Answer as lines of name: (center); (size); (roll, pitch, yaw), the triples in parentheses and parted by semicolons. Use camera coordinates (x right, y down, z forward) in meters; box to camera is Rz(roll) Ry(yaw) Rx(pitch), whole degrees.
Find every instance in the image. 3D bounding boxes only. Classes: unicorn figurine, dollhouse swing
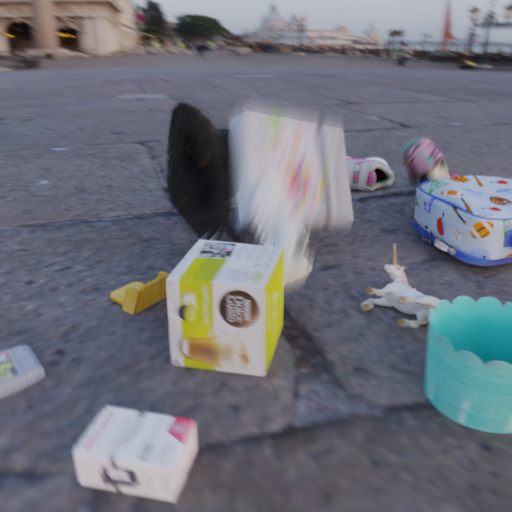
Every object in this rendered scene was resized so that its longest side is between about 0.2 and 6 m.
unicorn figurine: (2.161, 0.586, 8.268); (1.196, 0.643, 1.741); (-6, 37, -38)
dollhouse swing: (-1.782, 0.454, 8.505); (0.634, 0.655, 0.721); (37, 38, 22)

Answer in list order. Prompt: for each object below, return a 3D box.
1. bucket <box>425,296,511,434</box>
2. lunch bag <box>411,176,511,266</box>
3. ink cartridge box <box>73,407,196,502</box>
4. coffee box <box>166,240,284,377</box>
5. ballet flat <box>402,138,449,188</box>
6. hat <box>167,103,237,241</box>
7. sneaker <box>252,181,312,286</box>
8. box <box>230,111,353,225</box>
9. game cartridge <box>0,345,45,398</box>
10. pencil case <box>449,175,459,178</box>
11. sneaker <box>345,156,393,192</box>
bucket: (2.613, 1.193, 6.288); (1.490, 0.969, 1.490); (0, 24, 0)
lunch bag: (4.543, -0.657, 10.391); (3.026, 1.143, 2.425); (-7, 27, -18)
ink cartridge box: (-1.142, 1.881, 5.393); (0.965, 0.407, 0.698); (5, 24, 12)
coffee box: (-0.337, 0.630, 7.216); (1.230, 1.242, 1.244); (5, 24, 12)
ballet flat: (3.626, -1.697, 11.599); (0.887, 0.862, 2.493); (55, 15, 19)
hat: (-0.751, -1.552, 10.229); (1.040, 2.578, 2.578); (-19, 30, -29)
sneaker: (0.398, -0.379, 8.271); (0.732, 0.678, 1.805); (-21, 58, 22)
box: (0.662, -1.461, 9.741); (2.291, 1.786, 0.472); (0, -9, -37)
game cartridge: (-3.156, 1.442, 6.689); (1.093, 0.223, 0.727); (-17, 33, -33)
pencil case: (4.426, -1.840, 13.615); (0.674, 0.696, 1.486); (-30, 27, -3)
sneaker: (2.512, -2.042, 13.896); (2.084, 0.848, 0.919); (-7, 22, -15)
